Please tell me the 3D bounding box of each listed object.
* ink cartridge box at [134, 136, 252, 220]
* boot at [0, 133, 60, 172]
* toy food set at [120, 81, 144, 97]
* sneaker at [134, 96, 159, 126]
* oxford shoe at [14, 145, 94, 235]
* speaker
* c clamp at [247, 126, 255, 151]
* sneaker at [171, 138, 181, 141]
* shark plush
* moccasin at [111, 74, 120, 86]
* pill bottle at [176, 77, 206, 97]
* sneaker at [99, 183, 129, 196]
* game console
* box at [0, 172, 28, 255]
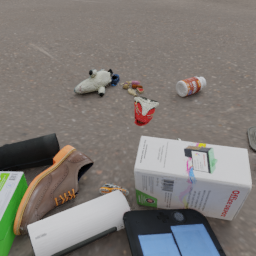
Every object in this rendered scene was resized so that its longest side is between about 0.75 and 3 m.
[{"bbox_3d":[1.596,1.351,7.421,2.693,1.950,1.131,7,51,10],"label":"ink cartridge box"},{"bbox_3d":[-3.532,0.670,8.426,2.861,2.358,0.939,-7,67,-11],"label":"boot"},{"bbox_3d":[0.282,-2.084,14.071,0.979,0.242,1.539,-20,39,-26],"label":"toy food set"},{"bbox_3d":[0.416,-0.467,8.297,0.741,0.817,1.924,19,2,2],"label":"sneaker"},{"bbox_3d":[-1.988,1.724,7.822,1.077,1.053,2.953,24,51,9],"label":"oxford shoe"},{"bbox_3d":[-1.144,2.398,6.939,2.440,0.991,0.991,-17,38,-24],"label":"speaker"},{"bbox_3d":[5.383,0.385,10.480,1.717,0.272,2.010,12,36,16],"label":"c clamp"},{"bbox_3d":[1.215,0.809,8.653,0.540,1.353,0.881,20,44,-25],"label":"sneaker"},{"bbox_3d":[-1.593,-2.567,14.221,1.204,1.313,2.890,-17,29,33],"label":"shark plush"},{"bbox_3d":[-0.639,-2.603,14.687,0.467,0.395,1.160,1,35,1],"label":"moccasin"},{"bbox_3d":[3.076,-2.038,13.534,1.386,0.778,0.778,-20,39,-26],"label":"pill bottle"},{"bbox_3d":[-0.400,1.823,8.355,0.883,0.346,0.341,7,30,12],"label":"sneaker"},{"bbox_3d":[1.178,2.866,6.213,2.234,0.392,2.526,8,32,-21],"label":"game console"},{"bbox_3d":[-3.885,2.224,7.067,2.028,1.111,2.298,0,35,1],"label":"box"}]
